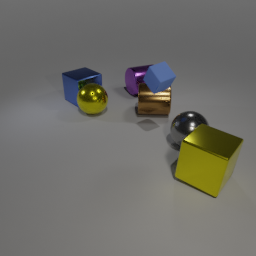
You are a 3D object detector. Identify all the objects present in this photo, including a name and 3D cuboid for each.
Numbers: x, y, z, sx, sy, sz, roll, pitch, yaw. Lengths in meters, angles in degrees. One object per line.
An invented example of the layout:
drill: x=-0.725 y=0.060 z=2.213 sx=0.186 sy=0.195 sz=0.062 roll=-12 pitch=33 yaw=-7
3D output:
ball: x=-1.586 y=-1.303 z=12.542 sx=1.400 sy=1.400 sz=1.400 roll=0 pitch=30 yaw=0
cylinder: x=0.746 y=-2.504 z=14.484 sx=1.400 sy=1.400 sz=1.400 roll=-13 pitch=33 yaw=-23
cylinder: x=1.160 y=-1.290 z=12.456 sx=1.400 sy=1.400 sz=1.400 roll=1 pitch=31 yaw=3
cube: x=2.458 y=0.925 z=8.547 sx=1.400 sy=1.400 sz=1.400 roll=24 pitch=36 yaw=29
cube: x=1.061 y=-1.696 z=9.485 sx=0.700 sy=0.700 sz=0.700 roll=-24 pitch=71 yaw=-27
ball: x=2.237 y=0.080 z=10.141 sx=1.400 sy=1.400 sz=1.400 roll=0 pitch=30 yaw=0
cube: x=-2.209 y=-2.006 z=13.683 sx=1.400 sy=1.400 sz=1.400 roll=-24 pitch=38 yaw=-35
